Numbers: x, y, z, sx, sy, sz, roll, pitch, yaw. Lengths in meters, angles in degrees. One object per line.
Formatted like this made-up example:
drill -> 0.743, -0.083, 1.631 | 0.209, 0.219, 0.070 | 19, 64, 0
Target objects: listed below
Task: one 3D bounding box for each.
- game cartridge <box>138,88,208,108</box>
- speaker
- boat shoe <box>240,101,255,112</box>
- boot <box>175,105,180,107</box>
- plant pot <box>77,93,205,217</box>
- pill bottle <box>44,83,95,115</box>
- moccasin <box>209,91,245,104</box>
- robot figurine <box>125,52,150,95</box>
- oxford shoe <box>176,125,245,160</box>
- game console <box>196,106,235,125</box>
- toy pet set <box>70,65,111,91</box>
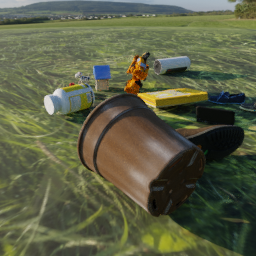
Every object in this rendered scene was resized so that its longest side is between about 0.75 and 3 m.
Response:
game cartridge -> 1.835, -1.316, 11.661 | 2.362, 0.383, 2.082 | -11, 16, -15
speaker -> 2.663, -3.810, 16.969 | 2.183, 0.886, 0.886 | -12, 27, -25
boat shoe -> 5.254, -0.923, 11.203 | 1.438, 0.473, 0.514 | 6, 26, 13
boot -> 1.976, -1.058, 11.828 | 0.496, 0.263, 0.754 | 9, 15, 25
plant pot -> 0.351, 0.646, 6.173 | 2.167, 2.167, 2.146 | -18, 39, -34
pill bottle -> -2.283, -1.106, 10.965 | 1.802, 1.009, 1.009 | -21, 32, -38
moccasin -> 4.265, -1.361, 12.102 | 1.511, 0.515, 0.608 | -1, 25, -2
robot figurine -> 0.428, -2.626, 13.265 | 0.763, 1.900, 2.620 | 22, 30, -12
oxford shoe -> 1.963, 0.312, 7.897 | 2.820, 1.025, 1.190 | -8, 25, -17
game console -> 3.165, -0.533, 10.030 | 1.297, 0.755, 1.140 | 11, 27, 22
toy pet set -> -1.883, -2.386, 13.549 | 2.052, 1.167, 2.198 | -5, 26, -10
